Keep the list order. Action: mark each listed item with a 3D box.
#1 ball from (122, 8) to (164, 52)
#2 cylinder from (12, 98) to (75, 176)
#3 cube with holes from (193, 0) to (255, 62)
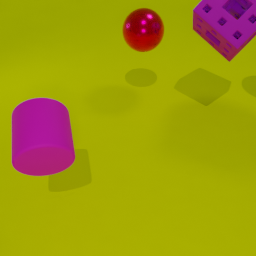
[{"bbox_3d":[0.397,-2.528,7.263,1.089,1.089,1.089,0,40,0],"label":"ball"},{"bbox_3d":[-1.338,0.150,4.402,0.910,0.910,0.910,-9,56,-10],"label":"cylinder"},{"bbox_3d":[2.338,-2.475,6.243,1.242,1.242,1.242,45,10,8],"label":"cube with holes"}]
